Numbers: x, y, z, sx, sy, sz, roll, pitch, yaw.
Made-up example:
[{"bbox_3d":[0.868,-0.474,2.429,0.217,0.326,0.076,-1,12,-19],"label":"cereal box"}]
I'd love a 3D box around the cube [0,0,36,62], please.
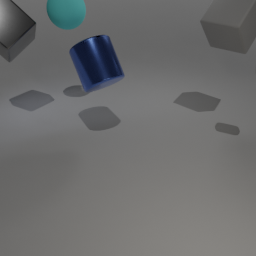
[{"bbox_3d":[-4.242,-3.434,9.803,1.400,1.400,1.400,-52,13,-17],"label":"cube"}]

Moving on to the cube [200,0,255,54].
[{"bbox_3d":[3.517,-3.566,9.366,1.400,1.400,1.400,28,83,38],"label":"cube"}]

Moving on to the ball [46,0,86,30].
[{"bbox_3d":[-2.242,-4.318,10.195,1.400,1.400,1.400,0,30,0],"label":"ball"}]

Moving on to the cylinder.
[{"bbox_3d":[-0.993,-2.043,9.031,1.400,1.400,1.400,-22,3,1],"label":"cylinder"}]
